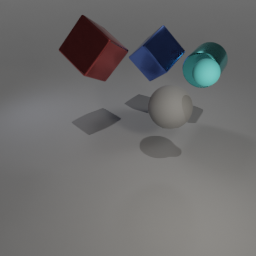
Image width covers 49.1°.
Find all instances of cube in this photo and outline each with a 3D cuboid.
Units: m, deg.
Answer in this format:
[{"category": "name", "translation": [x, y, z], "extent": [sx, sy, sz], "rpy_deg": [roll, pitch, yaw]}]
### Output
[{"category": "cube", "translation": [-1.125, -2.597, 9.366], "extent": [1.400, 1.400, 1.400], "rpy_deg": [46, 18, 17]}, {"category": "cube", "translation": [1.173, -3.025, 11.539], "extent": [1.400, 1.400, 1.400], "rpy_deg": [-49, 14, -21]}]

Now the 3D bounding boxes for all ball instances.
[{"category": "ball", "translation": [1.336, -0.662, 8.875], "extent": [1.400, 1.400, 1.400], "rpy_deg": [0, 30, 0]}, {"category": "ball", "translation": [2.013, -1.431, 7.215], "extent": [0.700, 0.700, 0.700], "rpy_deg": [0, 30, 0]}]

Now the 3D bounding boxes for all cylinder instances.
[{"category": "cylinder", "translation": [3.004, -2.459, 10.873], "extent": [1.400, 1.400, 1.400], "rpy_deg": [16, 37, 25]}]
